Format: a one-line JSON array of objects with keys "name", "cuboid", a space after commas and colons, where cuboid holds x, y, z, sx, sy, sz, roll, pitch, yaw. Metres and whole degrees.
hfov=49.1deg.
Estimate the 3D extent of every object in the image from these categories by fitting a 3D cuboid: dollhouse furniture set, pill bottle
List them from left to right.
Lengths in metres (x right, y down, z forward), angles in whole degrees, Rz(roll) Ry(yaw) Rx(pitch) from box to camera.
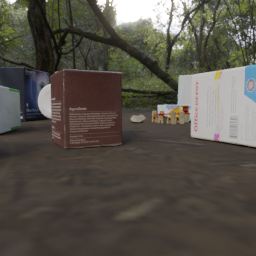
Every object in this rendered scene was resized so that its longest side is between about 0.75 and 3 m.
[{"name": "pill bottle", "cuboid": [-1.668, -0.705, 7.820, 0.921, 0.921, 1.638, 1, 2, 17]}, {"name": "dollhouse furniture set", "cuboid": [1.763, -0.546, 10.998, 1.325, 0.690, 1.339, -2, 5, -28]}]

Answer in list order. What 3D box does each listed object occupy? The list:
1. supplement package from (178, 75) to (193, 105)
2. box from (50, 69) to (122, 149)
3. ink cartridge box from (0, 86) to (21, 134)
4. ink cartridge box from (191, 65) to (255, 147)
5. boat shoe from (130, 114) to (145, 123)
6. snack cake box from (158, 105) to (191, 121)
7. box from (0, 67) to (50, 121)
[{"name": "supplement package", "cuboid": [4.252, -1.613, 14.240, 2.132, 2.148, 2.831, -3, 9, -30]}, {"name": "box", "cuboid": [-0.756, -0.335, 4.930, 1.023, 1.246, 1.034, -2, 6, -25]}, {"name": "ink cartridge box", "cuboid": [-4.346, -0.464, 6.998, 2.743, 1.153, 2.002, 0, 5, -6]}, {"name": "ink cartridge box", "cuboid": [2.192, -0.419, 5.375, 1.289, 1.323, 2.059, -2, 6, -25]}, {"name": "boat shoe", "cuboid": [0.353, -0.304, 11.190, 0.310, 0.359, 0.988, -47, -15, 29]}, {"name": "snack cake box", "cuboid": [2.512, -0.686, 12.568, 2.136, 0.718, 1.228, -1, 3, -10]}, {"name": "box", "cuboid": [-4.746, -1.521, 12.928, 1.440, 2.317, 2.336, 1, 5, 11]}]
